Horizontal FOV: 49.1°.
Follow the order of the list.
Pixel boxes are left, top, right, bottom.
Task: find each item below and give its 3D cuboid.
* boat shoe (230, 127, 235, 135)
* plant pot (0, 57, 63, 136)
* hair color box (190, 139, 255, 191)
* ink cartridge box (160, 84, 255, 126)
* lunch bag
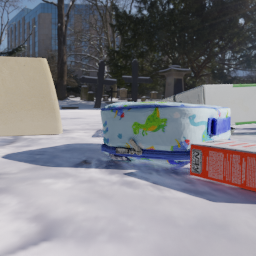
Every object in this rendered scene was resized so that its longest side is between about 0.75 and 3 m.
[{"bbox_3d":[3.011,0.130,8.691,0.759,0.243,0.280,-9,27,-30],"label":"boat shoe"},{"bbox_3d":[-3.696,-1.161,9.488,2.680,2.376,2.684,-2,10,-18],"label":"plant pot"},{"bbox_3d":[1.566,0.445,3.372,0.754,0.455,1.485,-4,7,-38],"label":"hair color box"},{"bbox_3d":[2.591,-0.601,9.160,2.110,1.196,2.878,-4,-1,-16],"label":"ink cartridge box"},{"bbox_3d":[0.817,0.003,5.234,1.978,1.015,2.461,1,5,31],"label":"lunch bag"}]
